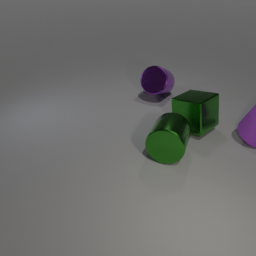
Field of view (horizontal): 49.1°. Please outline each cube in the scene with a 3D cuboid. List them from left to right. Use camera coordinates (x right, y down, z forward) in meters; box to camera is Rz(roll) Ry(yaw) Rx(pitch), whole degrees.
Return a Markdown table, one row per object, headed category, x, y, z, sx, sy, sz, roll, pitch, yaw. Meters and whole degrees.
| category | x | y | z | sx | sy | sz | roll | pitch | yaw |
| --- | --- | --- | --- | --- | --- | --- | --- | --- | --- |
| cube | 2.786 | -0.669 | 11.572 | 1.400 | 1.400 | 1.400 | 16 | 32 | 43 |

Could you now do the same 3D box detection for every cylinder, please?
| category | x | y | z | sx | sy | sz | roll | pitch | yaw |
| --- | --- | --- | --- | --- | --- | --- | --- | --- | --- |
| cylinder | 1.520 | -2.380 | 14.216 | 1.400 | 1.400 | 1.400 | 14 | 10 | 22 |
| cylinder | 1.479 | 0.343 | 10.104 | 1.400 | 1.400 | 1.400 | 11 | 31 | 17 |
| cylinder | 5.149 | -0.163 | 10.608 | 1.400 | 1.400 | 1.400 | 10 | 50 | -12 |
